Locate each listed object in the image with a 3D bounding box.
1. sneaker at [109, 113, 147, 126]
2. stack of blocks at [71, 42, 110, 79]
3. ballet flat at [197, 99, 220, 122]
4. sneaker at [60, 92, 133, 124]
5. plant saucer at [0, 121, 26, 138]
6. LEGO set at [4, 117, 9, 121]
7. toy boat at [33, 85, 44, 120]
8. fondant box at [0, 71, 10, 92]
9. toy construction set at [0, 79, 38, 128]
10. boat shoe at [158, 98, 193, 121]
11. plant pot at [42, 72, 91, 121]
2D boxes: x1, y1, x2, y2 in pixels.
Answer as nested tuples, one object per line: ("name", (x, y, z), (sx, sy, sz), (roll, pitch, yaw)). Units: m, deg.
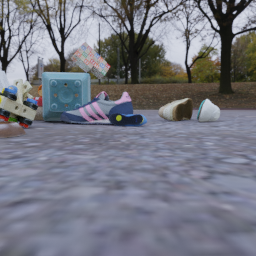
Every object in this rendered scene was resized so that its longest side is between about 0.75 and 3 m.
("sneaker", (0.002, -0.210, 8.051), (1.123, 0.370, 0.440), (2, -7, 23))
("stack of blocks", (-1.361, -2.427, 10.374), (1.303, 0.750, 0.382), (41, -35, -22))
("ballet flat", (3.123, -0.603, 10.723), (0.876, 0.876, 2.524), (1, 3, 15))
("sneaker", (-1.004, -0.624, 8.832), (2.452, 1.006, 0.860), (0, 4, 16))
("plant saucer", (-2.862, 0.022, 5.402), (1.683, 0.270, 1.683), (1, 5, 0))
("LEGO set", (-3.835, -0.503, 7.442), (0.831, 0.894, 2.179), (7, 5, 4))
("toy boat", (-3.604, -1.134, 12.135), (1.520, 1.522, 2.329), (0, 4, -1))
("fondant box", (-5.132, -0.862, 7.753), (2.117, 0.855, 2.934), (-29, -11, 28))
("toy construction set", (-3.325, -0.741, 7.081), (1.723, 1.210, 2.627), (15, 7, 22))
("boat shoe", (2.046, -0.744, 11.571), (0.814, 0.903, 2.504), (4, 11, 30))
("plant pot", (-2.222, -1.134, 10.093), (1.857, 1.852, 1.892), (-1, 5, -11))
